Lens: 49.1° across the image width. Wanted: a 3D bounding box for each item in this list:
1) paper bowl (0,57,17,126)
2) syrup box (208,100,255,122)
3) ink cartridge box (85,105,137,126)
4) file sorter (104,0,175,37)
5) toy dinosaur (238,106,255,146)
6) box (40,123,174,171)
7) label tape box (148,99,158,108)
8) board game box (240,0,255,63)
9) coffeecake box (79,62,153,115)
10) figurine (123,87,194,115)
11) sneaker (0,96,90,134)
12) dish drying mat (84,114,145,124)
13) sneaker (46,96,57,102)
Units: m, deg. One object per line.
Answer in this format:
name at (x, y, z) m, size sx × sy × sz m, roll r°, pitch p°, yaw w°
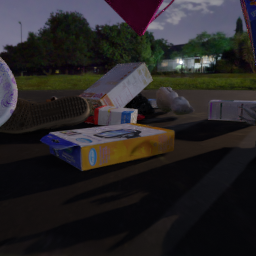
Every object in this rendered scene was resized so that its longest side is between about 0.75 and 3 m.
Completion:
paper bowl at (-4.071, -0.858, 6.755) m, size 2.414 × 2.414 × 1.255 m, roll -10°, pitch -9°, yaw -46°
syrup box at (3.924, -0.638, 10.288) m, size 1.824 × 0.743 × 0.718 m, roll 6°, pitch 11°, yaw 28°
ink cartridge box at (-0.531, -0.388, 9.051) m, size 1.508 × 0.507 × 0.876 m, roll 8°, pitch 14°, yaw 14°
file sorter at (0.121, -3.116, 5.325) m, size 1.233 × 1.966 × 1.366 m, roll -46°, pitch 3°, yaw -19°
toy dinosaur at (3.166, 0.255, 4.930) m, size 1.488 × 1.120 × 2.910 m, roll -12°, pitch 15°, yaw 6°
box at (-0.427, 0.302, 5.561) m, size 2.400 × 0.498 × 1.429 m, roll -10°, pitch 13°, yaw -35°
label tape box at (1.719, -1.342, 15.401) m, size 1.344 × 0.444 × 0.963 m, roll 5°, pitch 12°, yaw 19°
board game box at (2.920, -2.723, 6.275) m, size 0.617 × 1.852 × 2.755 m, roll -14°, pitch -12°, yaw 25°
coffeecake box at (-0.570, -1.651, 11.854) m, size 2.599 × 0.950 × 1.995 m, roll -44°, pitch 31°, yaw -22°
figurine at (1.237, -1.050, 12.135) m, size 2.747 × 1.183 × 2.680 m, roll -1°, pitch 16°, yaw -10°
sneaker at (-2.628, -0.268, 8.263) m, size 2.994 × 1.055 × 1.131 m, roll -4°, pitch -16°, yaw -7°
dish drying mat at (-0.526, -0.355, 10.212) m, size 2.191 × 0.199 × 0.841 m, roll -5°, pitch 12°, yaw -27°
sneaker at (-3.545, -1.276, 14.290) m, size 0.585 × 0.680 × 1.607 m, roll 3°, pitch 8°, yaw 26°
